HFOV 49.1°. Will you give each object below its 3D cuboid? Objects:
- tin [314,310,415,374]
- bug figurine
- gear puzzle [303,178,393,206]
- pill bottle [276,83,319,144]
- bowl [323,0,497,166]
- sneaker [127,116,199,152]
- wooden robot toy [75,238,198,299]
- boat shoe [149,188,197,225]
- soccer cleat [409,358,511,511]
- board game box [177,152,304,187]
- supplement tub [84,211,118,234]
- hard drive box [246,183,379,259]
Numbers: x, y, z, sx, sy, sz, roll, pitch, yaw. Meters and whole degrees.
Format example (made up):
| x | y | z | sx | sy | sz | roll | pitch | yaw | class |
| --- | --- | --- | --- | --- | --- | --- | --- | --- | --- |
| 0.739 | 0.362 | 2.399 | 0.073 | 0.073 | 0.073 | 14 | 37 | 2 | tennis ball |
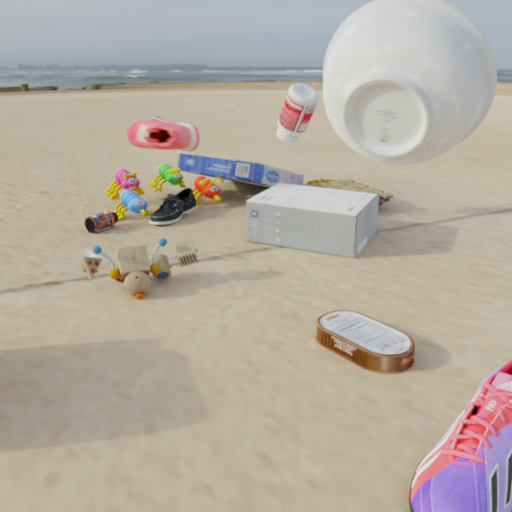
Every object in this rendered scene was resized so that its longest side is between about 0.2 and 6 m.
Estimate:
| x | y | z | sx | sy | sz | roll | pitch | yaw | class |
| --- | --- | --- | --- | --- | --- | --- | --- | --- | --- |
| 1.470 | 1.138 | 7.682 | 0.845 | 0.316 | 1.509 | -12 | 24 | -39 | tin |
| -2.430 | -1.739 | 14.201 | 3.041 | 0.782 | 2.358 | -17 | 35 | -35 | bug figurine |
| 2.134 | -1.651 | 14.875 | 1.653 | 0.418 | 3.191 | -9 | 20 | -17 | gear puzzle |
| 0.868 | -3.074 | 12.197 | 0.673 | 1.198 | 0.673 | 12 | 46 | -12 | pill bottle |
| 2.448 | -2.754 | 9.881 | 3.168 | 3.168 | 1.424 | 11 | 46 | 26 | bowl |
| -2.275 | -2.760 | 12.530 | 2.049 | 0.755 | 0.889 | 10 | 13 | 33 | sneaker |
| -1.942 | 0.354 | 9.447 | 2.054 | 0.905 | 0.932 | -7 | 57 | -20 | wooden robot toy |
| -1.960 | -1.219 | 13.340 | 0.679 | 0.602 | 1.817 | 11 | 23 | 26 | boat shoe |
| 2.236 | 1.667 | 5.340 | 0.885 | 0.949 | 2.593 | 18 | 27 | 39 | soccer cleat |
| -0.382 | -2.274 | 15.272 | 2.502 | 0.543 | 2.489 | 14 | 8 | 34 | board game box |
| -3.426 | -0.771 | 12.473 | 0.394 | 0.394 | 0.737 | 13 | 25 | 30 | supplement tub |
| 1.216 | -0.823 | 11.875 | 2.358 | 0.906 | 1.838 | 10 | 23 | 24 | hard drive box |
